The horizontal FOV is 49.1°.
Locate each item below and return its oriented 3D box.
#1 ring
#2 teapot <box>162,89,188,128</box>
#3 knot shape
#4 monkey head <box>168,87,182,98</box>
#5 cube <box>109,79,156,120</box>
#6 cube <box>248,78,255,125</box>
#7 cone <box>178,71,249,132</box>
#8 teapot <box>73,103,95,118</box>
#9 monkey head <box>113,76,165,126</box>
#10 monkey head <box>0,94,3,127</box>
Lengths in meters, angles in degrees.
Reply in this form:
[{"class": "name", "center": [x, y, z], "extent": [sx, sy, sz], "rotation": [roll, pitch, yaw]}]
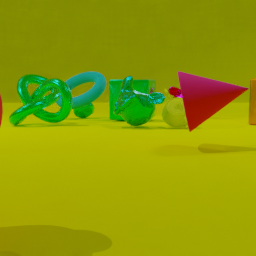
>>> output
[{"class": "ring", "center": [-1.764, -1.422, 10.379], "extent": [2.024, 0.405, 2.024], "rotation": [-14, 40, 12]}, {"class": "teapot", "center": [1.213, -0.458, 6.941], "extent": [0.786, 0.619, 1.265], "rotation": [-23, 54, -10]}, {"class": "knot shape", "center": [-2.488, -0.890, 7.904], "extent": [1.880, 1.760, 0.869], "rotation": [-19, -39, 1]}, {"class": "monkey head", "center": [2.448, -1.100, 11.252], "extent": [1.151, 1.374, 1.909], "rotation": [28, -11, 46]}, {"class": "cube", "center": [0.185, -0.980, 9.526], "extent": [1.314, 1.314, 1.314], "rotation": [3, 10, 16]}, {"class": "cube", "center": [4.278, -0.739, 7.876], "extent": [1.295, 1.295, 1.295], "rotation": [5, 8, 41]}, {"class": "cone", "center": [1.209, -0.451, 3.877], "extent": [0.876, 0.873, 0.873], "rotation": [-11, 3, 13]}, {"class": "teapot", "center": [-1.699, -0.789, 10.765], "extent": [0.808, 0.637, 1.300], "rotation": [-44, -37, 25]}, {"class": "monkey head", "center": [0.208, -0.666, 7.084], "extent": [0.984, 1.175, 1.634], "rotation": [18, -27, -23]}, {"class": "monkey head", "center": [-0.963, -0.074, 1.240], "extent": [0.747, 1.239, 0.891], "rotation": [-7, 5, -24]}]
